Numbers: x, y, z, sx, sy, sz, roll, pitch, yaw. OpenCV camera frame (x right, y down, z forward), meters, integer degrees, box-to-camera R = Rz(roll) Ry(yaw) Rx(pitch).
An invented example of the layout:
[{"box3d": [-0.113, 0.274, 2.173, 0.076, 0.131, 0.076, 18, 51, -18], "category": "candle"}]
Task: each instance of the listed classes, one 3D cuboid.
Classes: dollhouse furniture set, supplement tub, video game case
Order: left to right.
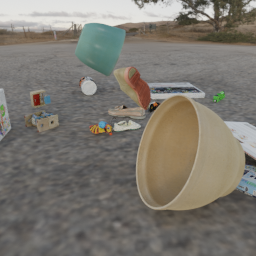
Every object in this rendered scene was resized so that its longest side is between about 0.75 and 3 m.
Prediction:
[{"box3d": [-3.493, -0.701, 11.135, 0.969, 1.375, 0.964, 17, 27, 36], "category": "dollhouse furniture set"}, {"box3d": [-2.361, -2.494, 16.328, 0.899, 0.899, 1.467, -6, 22, -15], "category": "supplement tub"}, {"box3d": [2.562, -2.187, 16.331, 2.979, 0.348, 2.708, -2, 21, -8], "category": "video game case"}]

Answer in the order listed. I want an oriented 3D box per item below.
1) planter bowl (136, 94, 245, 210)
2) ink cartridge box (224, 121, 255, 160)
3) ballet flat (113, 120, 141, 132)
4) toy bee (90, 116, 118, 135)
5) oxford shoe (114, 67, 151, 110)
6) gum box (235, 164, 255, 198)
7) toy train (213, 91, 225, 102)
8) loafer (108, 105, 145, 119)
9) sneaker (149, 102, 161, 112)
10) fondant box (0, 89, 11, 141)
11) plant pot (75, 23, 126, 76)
[{"box3d": [1.530, 0.709, 6.516, 1.733, 2.575, 2.575, 16, 16, -20], "category": "planter bowl"}, {"box3d": [3.637, 0.524, 8.384, 2.289, 0.574, 2.637, 1, 23, -25], "category": "ink cartridge box"}, {"box3d": [-0.021, -0.110, 11.018, 1.142, 0.397, 0.397, -8, 23, -19], "category": "ballet flat"}, {"box3d": [-0.867, 0.025, 10.511, 1.117, 0.607, 0.731, -24, -10, 30], "category": "toy bee"}, {"box3d": [0.142, -0.954, 6.727, 0.521, 1.411, 0.499, 11, 60, 34], "category": "oxford shoe"}, {"box3d": [3.294, 1.385, 7.391, 1.119, 0.249, 0.951, -19, 28, -39], "category": "gum box"}, {"box3d": [4.898, -1.698, 15.002, 0.290, 0.392, 1.390, 15, 26, 33], "category": "toy train"}, {"box3d": [-0.055, -0.798, 12.492, 1.781, 0.560, 0.640, 9, 23, 22], "category": "loafer"}, {"box3d": [1.317, -1.017, 13.314, 0.466, 0.362, 1.036, 6, 20, 24], "category": "sneaker"}, {"box3d": [-4.896, -0.312, 9.785, 0.662, 1.641, 2.275, -3, 21, -2], "category": "fondant box"}, {"box3d": [-1.237, -3.378, 11.560, 1.629, 2.030, 2.030, 19, 17, -17], "category": "plant pot"}]
